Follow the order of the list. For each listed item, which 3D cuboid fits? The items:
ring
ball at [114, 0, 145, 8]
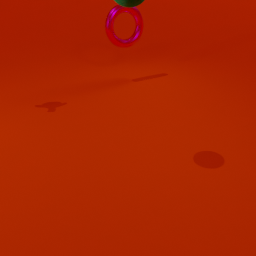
[{"bbox_3d":[-0.128,-3.974,10.933,1.646,1.646,0.329,-15,29,-23],"label":"ring"},{"bbox_3d":[0.025,-2.497,4.858,0.751,0.751,0.751,0,32,0],"label":"ball"}]
